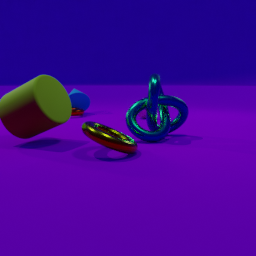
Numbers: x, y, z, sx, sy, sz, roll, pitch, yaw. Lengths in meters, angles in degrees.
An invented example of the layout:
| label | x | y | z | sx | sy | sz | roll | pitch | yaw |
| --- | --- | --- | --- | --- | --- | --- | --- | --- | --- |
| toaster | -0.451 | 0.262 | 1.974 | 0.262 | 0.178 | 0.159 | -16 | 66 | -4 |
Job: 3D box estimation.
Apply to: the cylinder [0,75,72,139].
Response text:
| label | x | y | z | sx | sy | sz | roll | pitch | yaw |
| --- | --- | --- | --- | --- | --- | --- | --- | --- | --- |
| cylinder | -2.025 | -0.446 | 6.178 | 1.119 | 1.119 | 1.119 | -21 | 0 | 25 |

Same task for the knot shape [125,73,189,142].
| label | x | y | z | sx | sy | sz | roll | pitch | yaw |
| --- | --- | --- | --- | --- | --- | --- | --- | --- | --- |
| knot shape | 0.691 | -0.515 | 6.621 | 1.641 | 1.536 | 0.758 | -12 | 10 | -38 |

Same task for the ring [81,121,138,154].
| label | x | y | z | sx | sy | sz | roll | pitch | yaw |
| --- | --- | --- | --- | --- | --- | --- | --- | --- | --- |
| ring | -0.345 | 0.174 | 5.345 | 1.148 | 0.230 | 1.148 | 24 | 6 | -3 |

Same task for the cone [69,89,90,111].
| label | x | y | z | sx | sy | sz | roll | pitch | yaw |
| --- | --- | --- | --- | --- | --- | --- | --- | --- | --- |
| cone | -2.234 | -1.377 | 11.985 | 1.079 | 1.079 | 1.083 | -3 | 43 | -18 |

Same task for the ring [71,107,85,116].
| label | x | y | z | sx | sy | sz | roll | pitch | yaw |
| --- | --- | --- | --- | --- | --- | --- | --- | --- | --- |
| ring | -2.385 | -0.655 | 10.979 | 1.354 | 0.271 | 1.354 | 3 | 8 | 0 |

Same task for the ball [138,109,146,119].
| label | x | y | z | sx | sy | sz | roll | pitch | yaw |
| --- | --- | --- | --- | --- | --- | --- | --- | --- | --- |
| ball | 0.637 | -0.691 | 10.225 | 0.705 | 0.705 | 0.705 | 0 | 9 | 0 |
